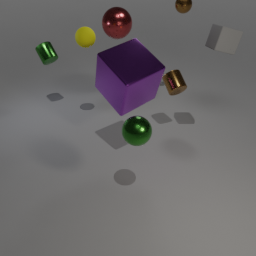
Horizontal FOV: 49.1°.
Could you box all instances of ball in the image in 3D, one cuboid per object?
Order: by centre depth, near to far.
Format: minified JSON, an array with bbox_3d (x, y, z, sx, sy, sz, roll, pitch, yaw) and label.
[{"bbox_3d":[0.203,0.067,6.430,0.700,0.700,0.700,0,31,0],"label":"ball"},{"bbox_3d":[-1.472,-3.131,9.674,0.700,0.700,0.700,0,31,0],"label":"ball"},{"bbox_3d":[2.278,-5.064,11.471,0.700,0.700,0.700,0,31,0],"label":"ball"},{"bbox_3d":[-0.502,-4.816,12.877,1.400,1.400,1.400,0,31,0],"label":"ball"}]

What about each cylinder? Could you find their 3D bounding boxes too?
[{"bbox_3d":[1.693,-1.644,10.171,0.700,0.700,0.700,-14,73,-22],"label":"cylinder"},{"bbox_3d":[-3.349,-3.085,11.571,0.700,0.700,0.700,-28,1,0],"label":"cylinder"}]

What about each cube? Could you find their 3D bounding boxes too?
[{"bbox_3d":[0.006,-1.494,8.248,1.400,1.400,1.400,-30,66,-25],"label":"cube"},{"bbox_3d":[2.898,-2.698,8.494,0.700,0.700,0.700,9,25,-15],"label":"cube"}]
